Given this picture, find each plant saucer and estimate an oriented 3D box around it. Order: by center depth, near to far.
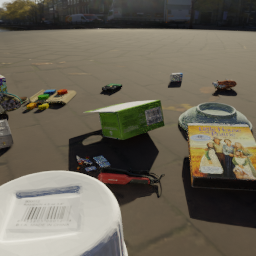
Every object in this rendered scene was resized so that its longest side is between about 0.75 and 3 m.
[{"bbox_3d":[3.265,-0.427,10.493,2.671,0.670,2.671,0,24,0],"label":"plant saucer"}]

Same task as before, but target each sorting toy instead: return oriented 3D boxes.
[{"bbox_3d":[-3.613,-1.404,13.024,1.799,0.323,2.415,4,25,8],"label":"sorting toy"}]

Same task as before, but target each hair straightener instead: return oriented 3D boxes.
[{"bbox_3d":[0.100,1.177,7.345,1.709,0.350,0.658,0,25,1],"label":"hair straightener"}]

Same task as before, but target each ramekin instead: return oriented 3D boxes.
[{"bbox_3d":[-1.333,1.873,4.664,2.704,1.318,2.704,0,25,0],"label":"ramekin"}]

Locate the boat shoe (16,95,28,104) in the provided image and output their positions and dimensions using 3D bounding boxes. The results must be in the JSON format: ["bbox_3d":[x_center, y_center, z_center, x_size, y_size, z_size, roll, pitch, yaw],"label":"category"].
[{"bbox_3d":[-5.019,-1.295,12.706,0.393,0.393,1.063,14,28,28],"label":"boat shoe"}]

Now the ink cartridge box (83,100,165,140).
[{"bbox_3d":[-0.208,-0.348,10.071,1.845,0.946,2.497,-17,11,-32],"label":"ink cartridge box"}]

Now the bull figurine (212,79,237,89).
[{"bbox_3d":[5.073,-2.341,14.944,1.351,0.440,0.820,-1,25,-3],"label":"bull figurine"}]

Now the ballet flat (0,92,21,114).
[{"bbox_3d":[-5.788,-0.914,11.459,2.944,1.059,1.059,7,25,16],"label":"ballet flat"}]

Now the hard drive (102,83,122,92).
[{"bbox_3d":[-0.831,-2.135,14.792,0.706,0.191,1.011,12,28,24],"label":"hard drive"}]

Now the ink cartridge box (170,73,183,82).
[{"bbox_3d":[2.768,-2.954,16.284,0.764,0.443,0.259,-4,25,-8],"label":"ink cartridge box"}]

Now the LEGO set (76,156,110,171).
[{"bbox_3d":[-1.058,0.963,7.996,0.931,0.228,0.695,-11,23,-22],"label":"LEGO set"}]

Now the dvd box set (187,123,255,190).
[{"bbox_3d":[2.699,0.690,7.936,1.924,0.387,2.630,2,32,8],"label":"dvd box set"}]

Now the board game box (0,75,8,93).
[{"bbox_3d":[-6.928,-2.000,13.674,1.696,0.873,0.889,-20,31,-36],"label":"board game box"}]

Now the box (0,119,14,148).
[{"bbox_3d":[-4.814,0.296,9.151,1.846,0.446,1.462,-13,27,-25],"label":"box"}]
